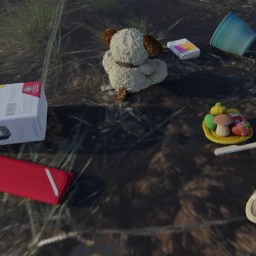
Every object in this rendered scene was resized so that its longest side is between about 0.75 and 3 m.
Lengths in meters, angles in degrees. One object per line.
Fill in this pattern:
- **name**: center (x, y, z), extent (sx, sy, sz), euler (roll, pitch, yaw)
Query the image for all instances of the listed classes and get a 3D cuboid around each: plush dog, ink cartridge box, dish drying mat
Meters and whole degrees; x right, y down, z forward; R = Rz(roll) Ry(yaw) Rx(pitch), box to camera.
- **plush dog**: center (0.024, -2.631, 10.824), extent (2.875, 2.470, 2.307), euler (15, 46, 15)
- **ink cartridge box**: center (-4.262, -0.481, 9.533), extent (2.765, 1.184, 2.041), euler (-7, 44, -5)
- **dish drying mat**: center (-3.176, 1.428, 8.220), extent (2.976, 0.271, 1.143), euler (11, 46, 11)

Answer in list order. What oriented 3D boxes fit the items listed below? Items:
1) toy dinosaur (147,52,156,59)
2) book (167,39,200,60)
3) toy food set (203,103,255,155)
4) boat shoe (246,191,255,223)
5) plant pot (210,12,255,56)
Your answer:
- **toy dinosaur**: center (0.531, -3.557, 12.807), extent (1.729, 1.301, 2.547), euler (17, 23, -5)
- **book**: center (2.693, -3.875, 13.672), extent (0.989, 0.356, 1.481), euler (-15, 45, -12)
- **toy food set**: center (3.207, -0.206, 8.998), extent (1.454, 0.807, 2.472), euler (-8, 26, 8)
- **boat shoe**: center (3.668, 1.886, 7.583), extent (0.556, 0.500, 1.540), euler (29, 51, 27)
- **plant pot**: center (5.071, -4.294, 13.265), extent (1.588, 1.690, 1.690), euler (39, 54, 15)
